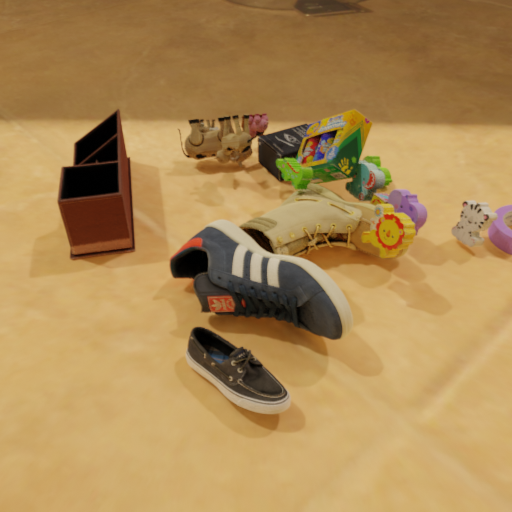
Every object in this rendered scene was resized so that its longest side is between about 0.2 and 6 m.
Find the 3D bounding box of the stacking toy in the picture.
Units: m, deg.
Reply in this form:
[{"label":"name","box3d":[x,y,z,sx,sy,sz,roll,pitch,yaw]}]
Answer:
[{"label":"stacking toy","box3d":[2.287,-1.140,10.088,2.523,0.786,3.346,-5,35,-35]}]

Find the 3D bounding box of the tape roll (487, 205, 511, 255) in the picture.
[{"label":"tape roll","box3d":[4.872,-0.459,10.234,1.144,0.375,1.144,0,40,0]}]

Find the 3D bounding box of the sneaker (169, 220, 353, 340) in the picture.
[{"label":"sneaker","box3d":[-0.083,0.571,8.508,1.367,1.213,3.235,-33,42,-31]}]

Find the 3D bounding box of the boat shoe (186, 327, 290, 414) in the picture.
[{"label":"boat shoe","box3d":[-0.277,1.485,7.656,0.636,0.603,1.819,-21,35,-40]}]

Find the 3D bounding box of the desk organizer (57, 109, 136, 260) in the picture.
[{"label":"desk organizer","box3d":[-3.036,-1.500,10.751,1.161,1.246,3.237,-8,42,-9]}]

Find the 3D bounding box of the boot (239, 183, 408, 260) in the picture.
[{"label":"boot","box3d":[1.107,-0.311,9.616,1.943,0.910,2.500,-31,47,-33]}]

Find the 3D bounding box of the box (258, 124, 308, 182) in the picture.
[{"label":"box","box3d":[0.795,-2.236,12.038,1.273,0.664,0.942,-19,45,-21]}]

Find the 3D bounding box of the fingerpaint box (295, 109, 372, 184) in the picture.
[{"label":"fingerpaint box","box3d":[1.417,-2.067,10.859,1.442,0.529,1.203,2,67,59]}]

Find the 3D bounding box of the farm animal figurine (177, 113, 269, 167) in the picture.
[{"label":"farm animal figurine","box3d":[-0.628,-2.382,11.818,2.055,1.083,2.077,-1,14,15]}]
